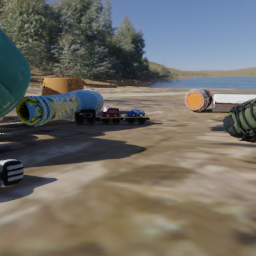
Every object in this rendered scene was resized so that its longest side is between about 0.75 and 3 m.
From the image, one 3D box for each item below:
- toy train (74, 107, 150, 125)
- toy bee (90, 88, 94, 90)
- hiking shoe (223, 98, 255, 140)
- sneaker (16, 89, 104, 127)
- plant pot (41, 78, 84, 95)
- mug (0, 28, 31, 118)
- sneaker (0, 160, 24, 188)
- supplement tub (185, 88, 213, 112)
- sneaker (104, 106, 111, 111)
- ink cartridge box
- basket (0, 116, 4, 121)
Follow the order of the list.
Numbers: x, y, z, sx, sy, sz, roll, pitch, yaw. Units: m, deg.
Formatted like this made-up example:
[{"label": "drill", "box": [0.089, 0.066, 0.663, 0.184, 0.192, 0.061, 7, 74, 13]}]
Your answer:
[{"label": "toy train", "box": [-0.426, -0.329, 7.591, 2.038, 0.467, 0.348, -1, 10, -3]}, {"label": "toy bee", "box": [-1.874, -1.012, 11.209, 1.407, 0.765, 0.921, -30, -11, 6]}, {"label": "hiking shoe", "box": [2.482, -0.149, 5.157, 1.290, 0.970, 2.562, -25, -12, 11]}, {"label": "sneaker", "box": [-1.847, -0.514, 7.461, 2.298, 0.914, 1.500, -9, 7, 7]}, {"label": "plant pot", "box": [-2.263, -1.122, 9.880, 1.833, 1.283, 1.833, 1, 11, 0]}, {"label": "mug", "box": [-3.437, -1.027, 6.518, 2.192, 1.649, 2.667, -22, 43, 12]}, {"label": "sneaker", "box": [-1.720, 0.525, 3.019, 0.593, 0.386, 1.028, 1, -2, 35]}, {"label": "supplement tub", "box": [2.742, -1.100, 10.897, 0.895, 0.895, 1.461, 4, 11, 25]}, {"label": "sneaker", "box": [-0.656, -0.502, 8.949, 0.313, 0.367, 0.832, -2, 11, -17]}, {"label": "ink cartridge box", "box": [4.208, -0.779, 10.032, 2.218, 0.690, 2.757, 3, 14, 15]}, {"label": "basket", "box": [-4.736, -1.204, 8.190, 2.048, 2.030, 1.647, -4, 8, -21]}]
